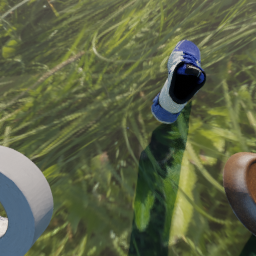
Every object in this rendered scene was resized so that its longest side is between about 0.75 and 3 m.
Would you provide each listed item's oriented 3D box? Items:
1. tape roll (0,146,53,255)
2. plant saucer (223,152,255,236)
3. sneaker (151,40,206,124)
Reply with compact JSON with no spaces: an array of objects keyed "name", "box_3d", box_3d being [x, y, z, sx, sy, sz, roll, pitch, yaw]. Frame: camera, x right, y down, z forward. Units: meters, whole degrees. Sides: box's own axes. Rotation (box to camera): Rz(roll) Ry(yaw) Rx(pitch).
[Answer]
[{"name":"tape roll","box_3d":[-2.421,1.369,5.018,2.044,2.044,0.675,13,20,8]},{"name":"plant saucer","box_3d":[2.752,1.262,5.541,1.882,0.344,1.882,13,54,-18]},{"name":"sneaker","box_3d":[1.458,-1.311,6.878,0.952,1.361,2.357,26,65,-7]}]
